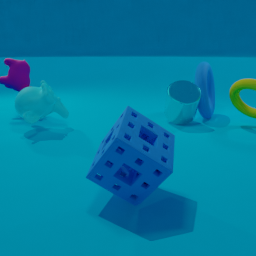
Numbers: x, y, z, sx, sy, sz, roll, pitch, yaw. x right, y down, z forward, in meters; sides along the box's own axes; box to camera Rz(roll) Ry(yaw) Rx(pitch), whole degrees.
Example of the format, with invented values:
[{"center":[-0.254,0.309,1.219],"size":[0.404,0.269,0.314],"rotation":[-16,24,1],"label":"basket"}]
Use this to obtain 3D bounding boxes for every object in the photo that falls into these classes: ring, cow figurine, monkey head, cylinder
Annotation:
[{"center":[3.746,-0.846,8.345],"size":[1.505,1.505,0.301],"rotation":[17,58,46],"label":"ring"},{"center":[-3.761,-1.671,10.088],"size":[1.580,1.605,0.881],"rotation":[11,-8,4],"label":"cow figurine"},{"center":[2.703,-1.315,9.746],"size":[0.392,1.959,1.959],"rotation":[-3,13,26],"label":"ring"},{"center":[-2.567,-0.606,8.273],"size":[1.199,1.432,1.990],"rotation":[-40,28,-2],"label":"monkey head"},{"center":[1.716,-0.804,8.922],"size":[1.029,1.029,1.029],"rotation":[0,52,1],"label":"cylinder"}]

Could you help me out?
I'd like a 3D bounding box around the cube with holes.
[{"center":[0.069,0.431,4.377],"size":[0.925,0.925,0.925],"rotation":[32,33,-9],"label":"cube with holes"}]
